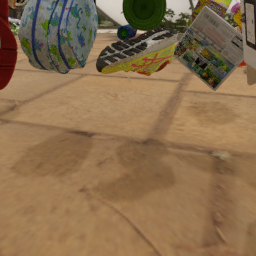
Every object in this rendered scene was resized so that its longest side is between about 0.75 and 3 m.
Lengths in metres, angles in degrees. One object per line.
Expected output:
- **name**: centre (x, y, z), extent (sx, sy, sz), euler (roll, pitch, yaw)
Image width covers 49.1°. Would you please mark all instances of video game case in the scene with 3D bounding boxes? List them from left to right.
- **video game case**: centre (1.967, -1.864, 6.676), extent (1.491, 1.359, 0.164), euler (43, 30, 10)

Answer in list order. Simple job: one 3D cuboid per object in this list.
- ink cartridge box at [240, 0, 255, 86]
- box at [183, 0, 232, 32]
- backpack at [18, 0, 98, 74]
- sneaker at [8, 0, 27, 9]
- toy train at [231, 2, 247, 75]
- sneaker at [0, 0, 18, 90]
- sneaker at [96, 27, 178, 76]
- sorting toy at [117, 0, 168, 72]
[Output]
- **ink cartridge box**: centre (2.385, -1.622, 3.970), extent (1.300, 2.241, 0.760), euler (-19, 33, 3)
- **box**: centre (3.001, -4.311, 10.077), extent (1.016, 1.605, 1.666), euler (30, 61, 3)
- **backpack**: centre (-1.694, -2.671, 7.156), extent (2.023, 2.147, 2.631), euler (25, 69, 14)
- **sneaker**: centre (-4.025, -4.799, 10.004), extent (0.963, 0.951, 2.424), euler (-17, 38, 13)
- **toy train**: centre (3.070, -2.137, 6.057), extent (0.598, 1.614, 2.149), euler (-27, 11, -27)
- **sneaker**: centre (-2.151, -1.391, 4.456), extent (0.643, 1.642, 0.949), euler (2, 3, -29)
- **sneaker**: centre (0.264, -1.446, 6.028), extent (1.988, 0.898, 0.777), euler (-24, 43, -19)
- **sorting toy**: centre (0.478, -2.590, 7.338), extent (1.328, 2.210, 0.907), euler (2, 26, 20)
